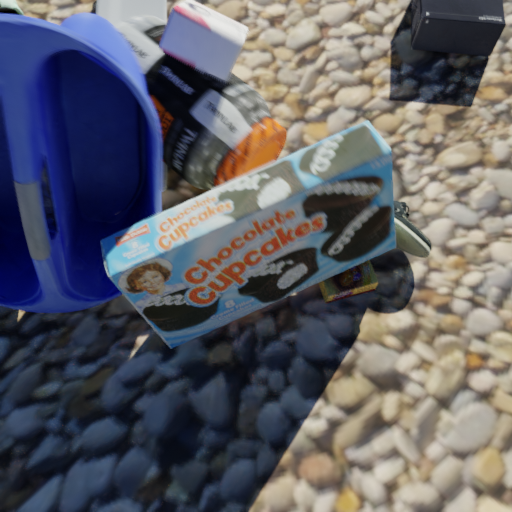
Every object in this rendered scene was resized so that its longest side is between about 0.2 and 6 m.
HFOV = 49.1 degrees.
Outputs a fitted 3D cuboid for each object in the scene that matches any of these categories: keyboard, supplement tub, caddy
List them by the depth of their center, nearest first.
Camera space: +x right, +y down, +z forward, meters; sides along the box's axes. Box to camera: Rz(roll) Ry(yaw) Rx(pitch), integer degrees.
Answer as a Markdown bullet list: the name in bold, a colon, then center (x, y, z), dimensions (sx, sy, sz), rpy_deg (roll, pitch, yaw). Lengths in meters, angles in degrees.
- **caddy**: center (-2.669, -1.020, 6.987), dimensions (2.919, 4.129, 2.167), rpy_deg (-2, 43, -11)
- **supplement tub**: center (-1.039, -2.240, 8.715), dimensions (2.860, 1.752, 1.752), rpy_deg (39, 71, 11)
- **keyboard**: center (-2.278, -3.189, 10.060), dimensions (1.329, 0.252, 4.721), rpy_deg (1, 65, -11)

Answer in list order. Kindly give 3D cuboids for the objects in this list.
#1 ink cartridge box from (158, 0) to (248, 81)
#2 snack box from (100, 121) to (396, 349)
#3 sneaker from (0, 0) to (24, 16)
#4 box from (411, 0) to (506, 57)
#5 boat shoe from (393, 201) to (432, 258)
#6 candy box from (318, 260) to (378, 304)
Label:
- **ink cartridge box**: center (-0.683, -3.000, 7.696), dimensions (0.987, 0.575, 1.363), rpy_deg (23, 27, -10)
- **snack box**: center (0.066, -0.149, 7.335), dimensions (3.565, 2.071, 0.661), rpy_deg (-24, 54, -1)
- **sneaker**: center (-5.662, -4.131, 9.981), dimensions (2.943, 1.083, 1.736), rpy_deg (-33, 63, -17)
- **box**: center (3.690, -4.530, 10.378), dimensions (1.502, 0.782, 1.367), rpy_deg (7, 64, 3)
- **boat shoe**: center (2.069, -0.655, 8.680), dimensions (1.737, 0.649, 0.576), rpy_deg (37, 70, 26)
- **candy box**: center (1.233, -0.035, 8.532), dimensions (0.796, 0.385, 1.364), rpy_deg (-14, 67, -5)
